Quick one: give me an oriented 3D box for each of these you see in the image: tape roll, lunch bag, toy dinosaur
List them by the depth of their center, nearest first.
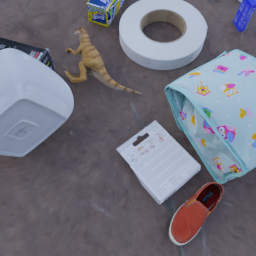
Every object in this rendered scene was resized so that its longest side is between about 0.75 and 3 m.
[{"bbox_3d":[2.576,-0.446,6.996,2.436,1.744,2.860,-29,72,-13],"label":"lunch bag"},{"bbox_3d":[-1.003,-1.759,8.043,1.503,0.854,2.829,-34,81,0],"label":"toy dinosaur"},{"bbox_3d":[1.108,-3.099,9.001,2.806,0.513,2.806,0,63,1],"label":"tape roll"}]

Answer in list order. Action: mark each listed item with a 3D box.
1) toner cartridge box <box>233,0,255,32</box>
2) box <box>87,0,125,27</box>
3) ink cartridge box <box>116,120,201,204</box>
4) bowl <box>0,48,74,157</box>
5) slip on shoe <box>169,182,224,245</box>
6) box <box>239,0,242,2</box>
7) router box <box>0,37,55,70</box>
[{"bbox_3d":[3.740,-3.673,8.977,0.229,1.063,0.505,-11,64,-7],"label":"toner cartridge box"},{"bbox_3d":[-0.555,-4.556,9.611,0.789,0.724,2.252,22,65,10],"label":"box"},{"bbox_3d":[0.751,0.827,7.120,1.383,0.431,1.719,-36,64,-16],"label":"ink cartridge box"},{"bbox_3d":[-2.506,-0.275,6.244,2.505,2.501,0.935,-39,66,8],"label":"bowl"},{"bbox_3d":[1.590,1.904,6.456,0.663,0.548,1.791,41,70,18],"label":"slip on shoe"},{"bbox_3d":[4.180,-4.787,9.995,0.632,0.247,1.037,-26,66,-12],"label":"box"},{"bbox_3d":[-3.598,-1.227,7.836,2.028,0.841,2.706,17,64,10],"label":"router box"}]
